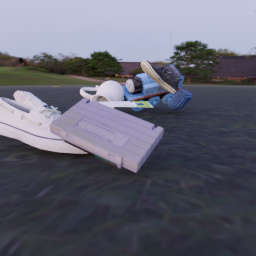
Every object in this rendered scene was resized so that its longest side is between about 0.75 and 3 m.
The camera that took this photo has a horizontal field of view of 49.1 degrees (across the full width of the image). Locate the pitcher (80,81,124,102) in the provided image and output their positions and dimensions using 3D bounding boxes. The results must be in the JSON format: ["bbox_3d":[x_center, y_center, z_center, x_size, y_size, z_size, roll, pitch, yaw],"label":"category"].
[{"bbox_3d":[-0.999,-1.357,11.257,1.534,1.084,1.788,33,31,-2],"label":"pitcher"}]

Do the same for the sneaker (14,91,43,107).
[{"bbox_3d":[-2.771,-0.546,8.034,1.891,0.708,0.942,31,-8,47],"label":"sneaker"}]

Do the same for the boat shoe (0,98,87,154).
[{"bbox_3d":[-1.838,-0.104,5.935,2.600,0.868,0.956,11,7,14],"label":"boat shoe"}]

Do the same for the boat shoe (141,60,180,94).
[{"bbox_3d":[1.321,-2.116,11.091,2.201,0.685,0.821,29,7,-40],"label":"boat shoe"}]

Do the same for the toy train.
[{"bbox_3d":[1.044,-1.801,12.464,2.853,1.630,1.237,-15,52,-18],"label":"toy train"}]

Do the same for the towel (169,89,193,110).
[{"bbox_3d":[2.219,-1.157,11.794,0.409,0.940,1.684,41,16,13],"label":"towel"}]

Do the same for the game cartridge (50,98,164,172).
[{"bbox_3d":[-0.360,0.069,4.828,1.683,0.323,1.091,23,45,18],"label":"game cartridge"}]

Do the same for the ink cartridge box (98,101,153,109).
[{"bbox_3d":[-0.396,-0.327,8.140,2.091,0.792,1.546,-1,11,-2],"label":"ink cartridge box"}]
